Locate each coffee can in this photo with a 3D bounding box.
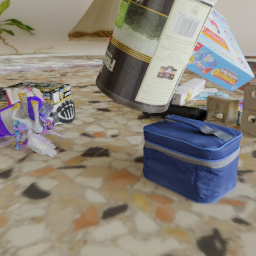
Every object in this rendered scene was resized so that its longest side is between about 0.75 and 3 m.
[{"bbox_3d":[0.450,-1.608,5.312,1.586,2.167,1.586,18,27,-9],"label":"coffee can"}]

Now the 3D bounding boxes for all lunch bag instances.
[{"bbox_3d":[1.169,0.422,5.546,1.929,1.276,1.311,18,25,41],"label":"lunch bag"}]

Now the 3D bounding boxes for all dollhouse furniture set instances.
[{"bbox_3d":[3.845,-0.811,8.889,1.521,1.512,2.158,-10,21,-29],"label":"dollhouse furniture set"}]

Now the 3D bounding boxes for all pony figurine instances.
[{"bbox_3d":[-2.311,-0.020,7.061,1.406,1.456,1.213,14,20,0],"label":"pony figurine"}]

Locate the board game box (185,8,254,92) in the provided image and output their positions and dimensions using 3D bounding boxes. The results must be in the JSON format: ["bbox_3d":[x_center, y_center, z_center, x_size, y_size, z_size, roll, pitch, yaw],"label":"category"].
[{"bbox_3d":[1.943,-2.474,7.428,2.571,0.718,2.517,16,51,-37],"label":"board game box"}]

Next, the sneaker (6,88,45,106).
[{"bbox_3d":[-3.673,-1.003,10.211,1.147,1.057,2.599,-5,19,-9],"label":"sneaker"}]

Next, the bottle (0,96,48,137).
[{"bbox_3d":[-3.137,-0.201,7.601,1.913,0.799,0.624,-22,11,16],"label":"bottle"}]

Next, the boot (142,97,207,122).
[{"bbox_3d":[1.799,-0.692,9.802,2.070,0.680,1.707,11,31,40],"label":"boot"}]

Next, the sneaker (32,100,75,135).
[{"bbox_3d":[-2.531,-0.433,8.960,0.904,0.825,2.234,7,18,28],"label":"sneaker"}]

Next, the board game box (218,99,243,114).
[{"bbox_3d":[4.028,-0.835,10.858,1.432,0.321,0.963,-2,18,-7],"label":"board game box"}]

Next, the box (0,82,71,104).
[{"bbox_3d":[-4.169,-1.587,12.657,2.614,0.645,2.087,3,20,9],"label":"box"}]

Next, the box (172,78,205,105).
[{"bbox_3d":[2.673,-1.648,12.525,0.609,0.568,2.937,20,30,26],"label":"box"}]

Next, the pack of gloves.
[{"bbox_3d":[3.285,-1.844,13.558,2.836,0.560,2.383,-2,17,-4],"label":"pack of gloves"}]

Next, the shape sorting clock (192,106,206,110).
[{"bbox_3d":[2.676,-0.677,10.505,1.268,0.249,1.268,0,18,0],"label":"shape sorting clock"}]
